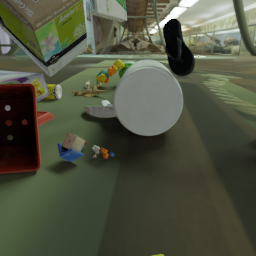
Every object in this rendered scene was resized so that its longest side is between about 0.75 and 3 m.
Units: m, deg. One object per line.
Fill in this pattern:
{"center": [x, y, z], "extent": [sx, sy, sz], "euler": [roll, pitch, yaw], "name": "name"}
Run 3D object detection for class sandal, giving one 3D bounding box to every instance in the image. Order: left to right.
{"center": [1.066, -1.853, 6.430], "extent": [0.604, 1.590, 0.340], "euler": [-32, -31, 34], "name": "sandal"}

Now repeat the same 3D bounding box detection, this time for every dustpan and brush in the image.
{"center": [-0.599, -0.593, 8.394], "extent": [1.304, 0.535, 1.869], "euler": [-4, 18, -12], "name": "dustpan and brush"}

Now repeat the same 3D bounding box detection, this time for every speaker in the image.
{"center": [0.515, -2.511, 13.394], "extent": [1.235, 1.235, 2.793], "euler": [-7, 19, -22], "name": "speaker"}

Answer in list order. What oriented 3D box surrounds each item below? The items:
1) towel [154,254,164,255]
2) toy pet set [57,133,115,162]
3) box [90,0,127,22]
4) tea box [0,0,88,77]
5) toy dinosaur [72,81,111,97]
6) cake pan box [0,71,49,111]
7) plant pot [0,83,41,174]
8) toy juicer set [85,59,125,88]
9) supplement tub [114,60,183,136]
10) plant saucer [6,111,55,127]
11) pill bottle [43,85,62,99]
{"center": [0.143, 1.658, 1.911], "extent": [0.806, 0.169, 1.872], "euler": [-8, 19, -8], "name": "towel"}
{"center": [-0.888, 0.484, 5.438], "extent": [0.899, 0.477, 0.839], "euler": [17, -11, 36], "name": "toy pet set"}
{"center": [-0.672, -4.506, 9.812], "extent": [0.320, 1.269, 1.759], "euler": [0, 9, 33], "name": "box"}
{"center": [-2.367, -3.003, 7.196], "extent": [1.518, 2.272, 2.235], "euler": [-43, -11, -16], "name": "tea box"}
{"center": [-1.399, -1.523, 11.725], "extent": [1.825, 0.531, 0.923], "euler": [-2, 32, 18], "name": "toy dinosaur"}
{"center": [-4.141, -0.798, 7.725], "extent": [2.921, 0.764, 2.690], "euler": [12, 34, 34], "name": "cake pan box"}
{"center": [-2.406, -0.042, 5.299], "extent": [1.514, 1.515, 1.335], "euler": [-3, 8, -10], "name": "plant pot"}
{"center": [-1.253, -2.367, 13.673], "extent": [2.363, 0.643, 1.503], "euler": [-27, 20, 27], "name": "toy juicer set"}
{"center": [0.524, -0.933, 7.560], "extent": [1.672, 1.672, 2.535], "euler": [1, 18, 4], "name": "supplement tub"}
{"center": [-2.861, -0.284, 7.973], "extent": [1.149, 0.211, 1.147], "euler": [3, 18, 13], "name": "plant saucer"}
{"center": [-3.163, -1.417, 10.969], "extent": [1.013, 0.570, 0.570], "euler": [1, 17, 4], "name": "pill bottle"}
